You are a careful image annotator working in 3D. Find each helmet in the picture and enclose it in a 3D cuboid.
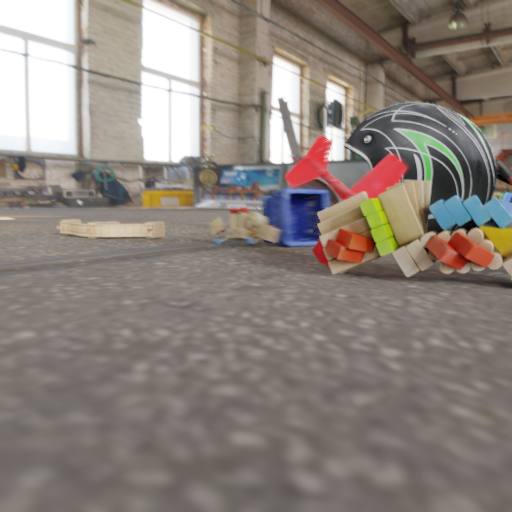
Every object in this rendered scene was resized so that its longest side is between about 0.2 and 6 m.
[{"bbox_3d":[3.547,-1.799,12.357,3.234,3.083,3.234,0,6,0],"label":"helmet"}]

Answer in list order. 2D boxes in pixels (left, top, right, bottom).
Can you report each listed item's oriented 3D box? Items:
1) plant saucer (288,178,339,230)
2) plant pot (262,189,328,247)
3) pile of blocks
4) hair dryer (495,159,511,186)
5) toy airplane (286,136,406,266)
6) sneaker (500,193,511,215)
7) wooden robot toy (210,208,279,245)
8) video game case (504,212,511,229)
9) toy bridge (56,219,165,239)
[{"bbox_3d":[1.315,-1.218,12.817,1.322,1.322,0.212,4,30,30],"label":"plant saucer"},{"bbox_3d":[0.800,-0.825,12.315,1.222,1.222,1.099,-5,4,-34],"label":"plant pot"},{"bbox_3d":[2.203,-0.305,6.995,3.187,1.308,0.990,3,7,22],"label":"pile of blocks"},{"bbox_3d":[6.479,-1.132,13.090,2.215,0.790,2.908,27,19,-31],"label":"hair dryer"},{"bbox_3d":[1.401,-1.018,8.787,2.206,2.206,0.406,0,-12,-4],"label":"toy airplane"},{"bbox_3d":[5.259,-0.601,10.517,1.237,1.114,3.176,16,22,29],"label":"sneaker"},{"bbox_3d":[-0.136,-0.578,12.250,1.828,0.805,0.829,1,-10,42],"label":"wooden robot toy"},{"bbox_3d":[3.952,-0.196,7.381,1.386,0.164,1.262,18,-15,12],"label":"video game case"},{"bbox_3d":[-3.951,-0.681,14.445,3.136,0.427,1.054,3,7,25],"label":"toy bridge"}]
